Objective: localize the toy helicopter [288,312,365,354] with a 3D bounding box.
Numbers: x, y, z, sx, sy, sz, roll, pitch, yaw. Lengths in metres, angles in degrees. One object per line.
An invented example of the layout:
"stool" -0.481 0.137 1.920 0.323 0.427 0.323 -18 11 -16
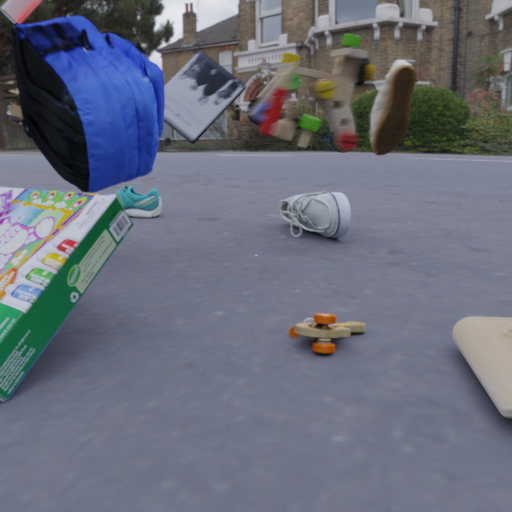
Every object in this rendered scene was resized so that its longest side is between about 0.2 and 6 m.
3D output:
"toy helicopter" 0.890 0.886 6.766 1.083 0.427 0.716 2 -1 -41

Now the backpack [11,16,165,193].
"backpack" -2.563 -2.497 9.121 2.229 2.158 2.656 -23 53 -24

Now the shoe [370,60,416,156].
"shoe" 3.026 -3.292 12.535 0.764 2.185 0.583 -2 40 -14

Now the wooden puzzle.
"wooden puzzle" 3.245 1.117 5.423 2.209 0.511 2.046 -3 13 7

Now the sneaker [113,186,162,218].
"sneaker" -3.670 -1.537 15.680 2.146 0.855 0.832 1 13 7

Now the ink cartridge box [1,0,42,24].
"ink cartridge box" -2.801 -3.495 7.222 0.256 1.145 1.009 43 -2 -32

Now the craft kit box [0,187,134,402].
"craft kit box" -3.005 0.217 6.304 2.412 0.592 2.442 4 49 28

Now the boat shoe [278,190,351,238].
"boat shoe" 1.140 -1.018 13.026 1.250 1.083 2.933 -3 12 -14

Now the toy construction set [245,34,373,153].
"toy construction set" 1.062 -3.325 10.771 2.399 2.210 2.876 23 18 12

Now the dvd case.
"dvd case" -1.461 -3.912 13.750 1.510 2.010 0.249 40 -12 6
